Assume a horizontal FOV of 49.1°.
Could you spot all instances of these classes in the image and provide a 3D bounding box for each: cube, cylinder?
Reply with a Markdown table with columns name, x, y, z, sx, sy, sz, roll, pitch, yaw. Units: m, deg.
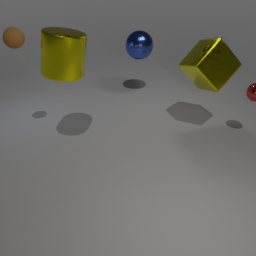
| name | x | y | z | sx | sy | sz | roll | pitch | yaw |
| --- | --- | --- | --- | --- | --- | --- | --- | --- | --- |
| cube | 3.082 | -2.396 | 10.663 | 1.400 | 1.400 | 1.400 | -49 | 22 | -1 |
| cylinder | -2.067 | -2.366 | 8.970 | 1.400 | 1.400 | 1.400 | 8 | 28 | -4 |

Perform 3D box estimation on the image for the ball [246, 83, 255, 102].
| name | x | y | z | sx | sy | sz | roll | pitch | yaw |
| --- | --- | --- | --- | --- | --- | --- | --- | --- | --- |
| ball | 4.787 | -1.329 | 10.448 | 0.700 | 0.700 | 0.700 | 0 | 30 | 0 |

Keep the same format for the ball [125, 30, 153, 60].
| name | x | y | z | sx | sy | sz | roll | pitch | yaw |
| --- | --- | --- | --- | --- | --- | --- | --- | --- | --- |
| ball | 0.569 | -4.134 | 13.984 | 1.400 | 1.400 | 1.400 | 0 | 30 | 0 |

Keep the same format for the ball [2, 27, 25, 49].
| name | x | y | z | sx | sy | sz | roll | pitch | yaw |
| --- | --- | --- | --- | --- | --- | --- | --- | --- | --- |
| ball | -3.813 | -3.005 | 9.347 | 0.700 | 0.700 | 0.700 | 0 | 30 | 0 |
